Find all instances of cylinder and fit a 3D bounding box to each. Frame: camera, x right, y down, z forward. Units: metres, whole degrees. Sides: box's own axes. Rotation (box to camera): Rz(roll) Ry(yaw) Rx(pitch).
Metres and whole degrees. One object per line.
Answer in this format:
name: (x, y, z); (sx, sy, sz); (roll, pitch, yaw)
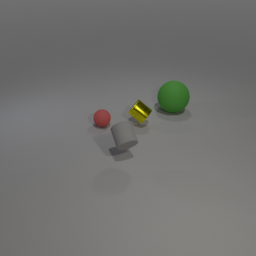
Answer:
cylinder: (-0.115, 0.238, 8.779); (0.700, 0.700, 0.700); (-12, 67, -20)
cylinder: (0.474, -0.653, 11.103); (0.700, 0.700, 0.700); (39, 33, -5)

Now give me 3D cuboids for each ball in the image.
ball: (-1.030, -0.397, 11.152); (0.700, 0.700, 0.700); (0, 29, 0)
ball: (1.988, -1.366, 12.242); (1.400, 1.400, 1.400); (0, 29, 0)
